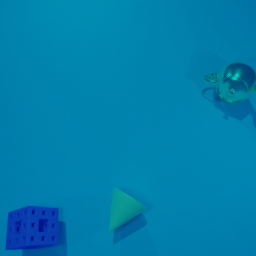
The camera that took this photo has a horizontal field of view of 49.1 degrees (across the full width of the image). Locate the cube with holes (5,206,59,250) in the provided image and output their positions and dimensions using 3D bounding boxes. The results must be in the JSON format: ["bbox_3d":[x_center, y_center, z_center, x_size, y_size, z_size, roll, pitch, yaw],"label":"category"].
[{"bbox_3d":[-2.336,2.464,6.884,0.871,0.871,0.871,-23,60,31],"label":"cube with holes"}]

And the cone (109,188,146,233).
[{"bbox_3d":[-0.218,2.231,7.153,0.993,0.993,0.997,31,73,9],"label":"cone"}]

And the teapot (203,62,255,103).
[{"bbox_3d":[3.188,-1.238,8.191,1.997,1.242,0.978,20,48,21],"label":"teapot"}]
